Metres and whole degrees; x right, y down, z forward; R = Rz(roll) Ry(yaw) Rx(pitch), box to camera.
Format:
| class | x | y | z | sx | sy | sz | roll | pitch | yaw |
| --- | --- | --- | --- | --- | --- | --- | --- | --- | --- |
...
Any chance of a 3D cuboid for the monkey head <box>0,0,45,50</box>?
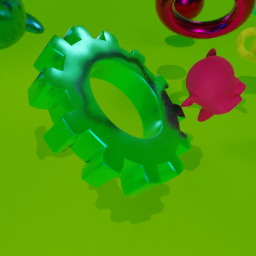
| class | x | y | z | sx | sy | sz | roll | pitch | yaw |
| --- | --- | --- | --- | --- | --- | --- | --- | --- | --- |
| monkey head | -1.870 | -1.506 | 3.266 | 1.107 | 1.837 | 1.322 | -34 | 76 | 11 |

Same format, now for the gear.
| class | x | y | z | sx | sy | sz | roll | pitch | yaw |
| --- | --- | --- | --- | --- | --- | --- | --- | --- | --- |
| gear | -0.097 | -0.250 | 3.176 | 1.957 | 0.362 | 1.957 | 27 | 44 | -29 |

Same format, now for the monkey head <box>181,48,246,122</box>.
| class | x | y | z | sx | sy | sz | roll | pitch | yaw |
| --- | --- | --- | --- | --- | --- | --- | --- | --- | --- |
| monkey head | 1.147 | -0.547 | 4.086 | 0.800 | 0.956 | 1.328 | 36 | 54 | -5 |

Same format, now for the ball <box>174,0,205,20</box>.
| class | x | y | z | sx | sy | sz | roll | pitch | yaw |
| --- | --- | --- | --- | --- | --- | --- | --- | --- | --- |
| ball | 1.437 | -3.266 | 7.199 | 1.050 | 1.050 | 1.050 | 0 | 38 | 0 |

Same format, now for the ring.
| class | x | y | z | sx | sy | sz | roll | pitch | yaw |
| --- | --- | --- | --- | --- | --- | --- | --- | --- | --- |
| ring | 0.937 | -1.525 | 3.497 | 1.209 | 1.209 | 0.242 | 7 | 74 | 9 |

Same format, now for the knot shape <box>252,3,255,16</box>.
| class | x | y | z | sx | sy | sz | roll | pitch | yaw |
| --- | --- | --- | --- | --- | --- | --- | --- | --- | --- |
| knot shape | 2.025 | -2.824 | 5.012 | 1.986 | 0.918 | 1.858 | 17 | 36 | -21 |

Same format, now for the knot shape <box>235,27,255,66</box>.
| class | x | y | z | sx | sy | sz | roll | pitch | yaw |
| --- | --- | --- | --- | --- | --- | --- | --- | --- | --- |
| knot shape | 2.892 | -1.796 | 6.096 | 1.068 | 1.141 | 0.527 | 14 | 35 | 12 |
